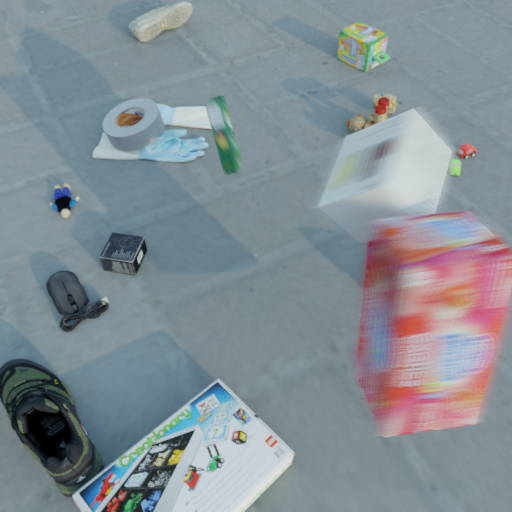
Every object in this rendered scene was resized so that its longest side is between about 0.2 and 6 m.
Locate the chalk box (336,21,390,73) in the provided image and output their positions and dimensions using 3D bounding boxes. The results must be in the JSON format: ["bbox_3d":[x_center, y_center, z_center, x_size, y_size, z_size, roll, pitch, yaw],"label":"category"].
[{"bbox_3d":[3.128,-5.882,15.908,1.418,0.878,0.882,37,58,28],"label":"chalk box"}]

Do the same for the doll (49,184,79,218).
[{"bbox_3d":[-4.175,-1.195,12.208,0.639,0.227,0.937,-12,49,-10],"label":"doll"}]

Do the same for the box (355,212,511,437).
[{"bbox_3d":[2.141,0.880,7.093,1.313,2.634,1.258,-5,31,-8],"label":"box"}]

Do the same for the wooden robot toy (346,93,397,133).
[{"bbox_3d":[2.757,-3.389,13.738,1.042,1.011,2.296,7,48,21],"label":"wooden robot toy"}]

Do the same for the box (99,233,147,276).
[{"bbox_3d":[-2.609,-0.044,11.049,0.691,0.435,0.703,9,49,8],"label":"box"}]

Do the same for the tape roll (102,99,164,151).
[{"bbox_3d":[-2.946,-3.164,13.478,1.409,0.466,1.409,-8,50,9],"label":"tape roll"}]

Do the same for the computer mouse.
[{"bbox_3d":[-3.464,0.694,10.446,0.959,0.365,1.385,-30,55,-23],"label":"computer mouse"}]

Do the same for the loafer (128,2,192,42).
[{"bbox_3d":[-2.940,-7.347,17.287,2.190,0.766,0.764,-37,66,-27],"label":"loafer"}]

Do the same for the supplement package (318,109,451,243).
[{"bbox_3d":[1.814,-1.080,7.901,0.991,1.289,1.348,36,62,-26],"label":"supplement package"}]

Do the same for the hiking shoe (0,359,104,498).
[{"bbox_3d":[-3.183,2.298,8.401,0.978,1.301,2.584,-34,57,-27],"label":"hiking shoe"}]

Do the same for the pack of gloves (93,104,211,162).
[{"bbox_3d":[-2.435,-3.251,13.824,2.745,0.542,2.306,3,50,3],"label":"pack of gloves"}]

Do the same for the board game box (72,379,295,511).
[{"bbox_3d":[-0.974,3.185,8.021,2.685,0.465,1.695,-34,59,-31],"label":"board game box"}]

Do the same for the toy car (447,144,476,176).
[{"bbox_3d":[4.645,-2.311,13.166,1.184,0.264,1.114,5,49,5],"label":"toy car"}]

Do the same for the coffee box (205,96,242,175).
[{"bbox_3d":[-0.623,-2.349,10.917,0.306,1.392,0.856,-12,22,9],"label":"coffee box"}]
